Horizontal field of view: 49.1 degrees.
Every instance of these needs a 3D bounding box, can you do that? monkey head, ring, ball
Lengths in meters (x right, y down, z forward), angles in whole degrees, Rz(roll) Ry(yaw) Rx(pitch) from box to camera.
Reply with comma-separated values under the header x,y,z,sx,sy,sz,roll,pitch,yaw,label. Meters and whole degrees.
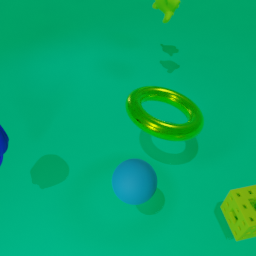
x,y,z,sx,sy,sz,roll,pitch,yaw,label
1.137,-3.766,8.626,0.739,1.226,0.882,28,85,-17,monkey head
0.857,-0.387,6.517,1.888,0.378,1.888,11,37,-8,ring
0.109,0.885,4.654,0.757,0.757,0.757,0,43,0,ball

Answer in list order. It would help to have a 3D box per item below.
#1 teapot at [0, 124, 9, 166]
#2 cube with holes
x,y,z,sx,sy,sz,roll,pitch,yaw,label
-2.738,0.101,4.885,1.128,1.815,0.888,23,54,40,teapot
2.293,1.575,5.242,0.705,0.705,0.705,-9,50,-9,cube with holes
